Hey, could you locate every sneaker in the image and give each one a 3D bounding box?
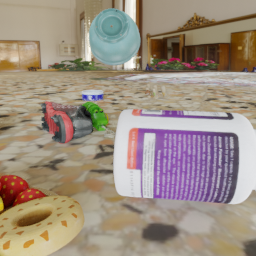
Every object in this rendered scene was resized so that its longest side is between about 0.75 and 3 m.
[{"bbox_3d":[-1.929,-0.270,8.778,1.346,0.974,2.755,-9,19,-28],"label":"sneaker"}]

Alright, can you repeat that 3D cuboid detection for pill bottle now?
[{"bbox_3d":[1.214,0.481,4.777,2.737,1.525,1.525,3,15,7],"label":"pill bottle"}]

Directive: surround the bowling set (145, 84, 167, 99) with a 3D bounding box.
[{"bbox_3d":[1.378,-1.954,16.101,1.067,0.823,1.534,-32,31,-29],"label":"bowling set"}]

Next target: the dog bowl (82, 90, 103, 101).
[{"bbox_3d":[-2.007,-1.862,15.911,1.209,0.476,1.209,1,15,0],"label":"dog bowl"}]

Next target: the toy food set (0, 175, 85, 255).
[{"bbox_3d":[-1.957,1.243,3.694,2.380,0.585,2.405,-10,18,-34],"label":"toy food set"}]

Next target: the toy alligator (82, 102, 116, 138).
[{"bbox_3d":[-1.109,-0.415,9.657,0.878,0.803,2.961,-7,16,-26],"label":"toy alligator"}]

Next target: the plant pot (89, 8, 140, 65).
[{"bbox_3d":[-0.505,-3.209,9.462,1.851,1.851,1.240,1,-7,2],"label":"plant pot"}]
